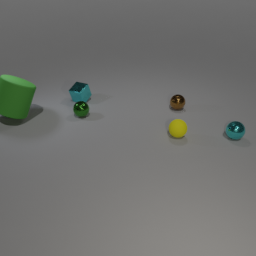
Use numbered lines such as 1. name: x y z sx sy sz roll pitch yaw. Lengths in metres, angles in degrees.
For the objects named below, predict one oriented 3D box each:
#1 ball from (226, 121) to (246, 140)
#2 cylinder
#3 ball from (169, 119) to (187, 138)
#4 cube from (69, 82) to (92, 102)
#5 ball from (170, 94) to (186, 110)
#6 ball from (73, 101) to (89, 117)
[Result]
1. ball: 4.033 0.088 10.515 0.700 0.700 0.700 0 30 0
2. cylinder: -4.643 -1.269 11.432 1.400 1.400 1.400 21 13 -5
3. ball: 1.889 0.012 10.597 0.700 0.700 0.700 0 30 0
4. cube: -2.266 -1.678 13.328 0.700 0.700 0.700 15 53 24
5. ball: 2.246 -1.172 12.669 0.700 0.700 0.700 0 30 0
6. ball: -2.013 -0.816 12.050 0.700 0.700 0.700 0 30 0
